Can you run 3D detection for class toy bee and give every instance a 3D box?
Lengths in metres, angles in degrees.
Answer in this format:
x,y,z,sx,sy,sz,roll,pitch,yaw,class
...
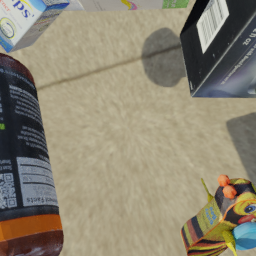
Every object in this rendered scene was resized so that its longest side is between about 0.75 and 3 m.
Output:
x,y,z,sx,sy,sz,roll,pitch,yaw,class
1.450,1.118,4.028,1.186,1.428,2.181,34,94,-28,toy bee

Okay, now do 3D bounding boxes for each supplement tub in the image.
x,y,z,sx,sy,sz,roll,pitch,yaw,class
-1.351,0.589,2.589,1.313,1.313,2.456,-14,70,-5,supplement tub

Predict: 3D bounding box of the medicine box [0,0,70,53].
x,y,z,sx,sy,sz,roll,pitch,yaw,class
-1.902,-2.189,4.749,1.220,1.340,0.690,53,37,-10,medicine box

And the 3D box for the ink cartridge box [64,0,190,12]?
x,y,z,sx,sy,sz,roll,pitch,yaw,class
-0.145,-2.642,4.459,2.265,0.762,1.326,-1,96,4,ink cartridge box

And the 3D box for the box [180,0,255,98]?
x,y,z,sx,sy,sz,roll,pitch,yaw,class
2.697,-1.802,4.758,2.720,2.742,1.690,-1,68,-10,box
